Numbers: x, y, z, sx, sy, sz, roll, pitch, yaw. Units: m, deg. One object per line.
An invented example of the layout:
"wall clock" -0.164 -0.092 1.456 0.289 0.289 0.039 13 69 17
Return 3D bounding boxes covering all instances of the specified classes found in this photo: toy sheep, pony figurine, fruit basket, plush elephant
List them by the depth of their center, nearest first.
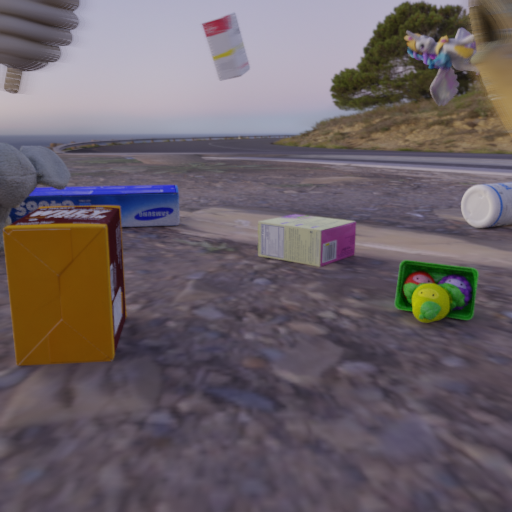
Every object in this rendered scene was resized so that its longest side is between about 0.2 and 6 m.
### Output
"toy sheep" -2.300 -2.434 5.603 1.109 1.608 1.109 12 19 -4
"fruit basket" 1.935 0.404 6.099 0.910 0.657 0.910 9 -3 0
"pony figurine" 2.991 -2.911 8.226 1.347 1.162 1.395 23 4 -39
"plush elephant" -4.572 -1.154 9.311 2.306 2.978 2.453 30 20 29

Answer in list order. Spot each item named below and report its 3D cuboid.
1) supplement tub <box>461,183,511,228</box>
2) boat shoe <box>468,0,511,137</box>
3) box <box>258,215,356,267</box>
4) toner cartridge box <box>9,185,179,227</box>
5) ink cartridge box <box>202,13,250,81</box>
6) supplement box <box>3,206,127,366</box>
"supplement tub" 5.086 -1.070 11.718 1.372 0.905 0.905 -8 15 -29
"boat shoe" 2.937 -2.246 6.657 0.859 2.257 0.809 7 -29 -20
"box" 0.807 -0.271 8.950 1.197 0.579 1.053 11 17 37
"toner cartridge box" -3.382 -1.074 12.090 3.393 0.732 1.612 -2 14 -8
"ink cartridge box" -0.634 -4.554 12.222 0.518 1.241 0.901 -9 26 20
"supplement box" -1.749 0.211 5.369 0.835 1.240 1.257 -2 13 -7
